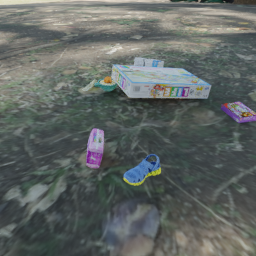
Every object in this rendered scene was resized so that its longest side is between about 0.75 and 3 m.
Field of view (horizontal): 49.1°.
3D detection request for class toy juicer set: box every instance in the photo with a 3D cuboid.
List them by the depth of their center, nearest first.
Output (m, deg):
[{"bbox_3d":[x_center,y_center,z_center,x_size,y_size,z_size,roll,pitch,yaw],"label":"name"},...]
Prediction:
[{"bbox_3d":[-0.763,-1.771,10.634,1.881,0.512,1.197,0,29,-3],"label":"toy juicer set"}]

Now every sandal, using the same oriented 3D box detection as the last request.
[{"bbox_3d":[0.296,0.798,5.550,0.392,0.429,0.986,29,34,34],"label":"sandal"}]

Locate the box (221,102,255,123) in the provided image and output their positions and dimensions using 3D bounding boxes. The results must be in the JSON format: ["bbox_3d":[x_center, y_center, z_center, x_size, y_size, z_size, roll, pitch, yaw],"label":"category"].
[{"bbox_3d":[3.452,-0.503,8.703,0.671,0.192,0.981,-8,32,-15],"label":"box"}]

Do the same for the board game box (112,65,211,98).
[{"bbox_3d":[1.130,-1.676,10.055,2.997,0.513,2.015,-2,29,-21],"label":"board game box"}]

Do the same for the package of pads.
[{"bbox_3d":[-0.772,0.468,6.589,0.339,0.540,0.897,11,30,-11],"label":"package of pads"}]

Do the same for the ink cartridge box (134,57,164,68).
[{"bbox_3d":[0.918,-2.817,12.400,1.119,0.468,0.812,15,17,22],"label":"ink cartridge box"}]
